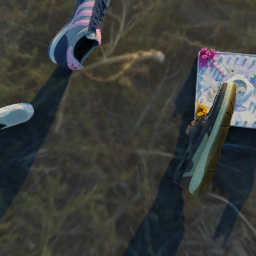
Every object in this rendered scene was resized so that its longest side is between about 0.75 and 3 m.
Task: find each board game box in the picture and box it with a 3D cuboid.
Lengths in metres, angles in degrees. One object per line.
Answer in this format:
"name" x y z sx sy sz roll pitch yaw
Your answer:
"board game box" 2.940 -1.102 7.423 2.182 0.282 2.183 6 70 6

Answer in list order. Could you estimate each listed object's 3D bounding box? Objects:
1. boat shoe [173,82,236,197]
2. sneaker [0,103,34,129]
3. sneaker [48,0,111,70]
"boat shoe" 1.793 0.176 6.630 0.903 1.020 2.787 19 86 29
"sneaker" -3.180 -0.289 7.237 1.505 0.545 0.541 -12 109 -2
"sneaker" -0.965 -2.733 7.517 1.120 0.958 2.730 30 89 27
